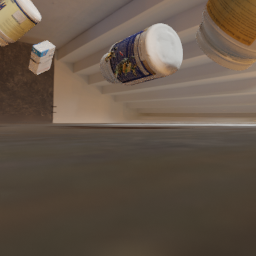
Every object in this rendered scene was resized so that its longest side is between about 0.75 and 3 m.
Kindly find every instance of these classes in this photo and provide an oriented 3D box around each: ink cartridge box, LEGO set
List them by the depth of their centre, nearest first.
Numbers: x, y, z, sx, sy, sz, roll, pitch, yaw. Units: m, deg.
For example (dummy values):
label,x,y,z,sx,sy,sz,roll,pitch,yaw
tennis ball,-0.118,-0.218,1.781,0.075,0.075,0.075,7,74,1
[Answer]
label,x,y,z,sx,sy,sz,roll,pitch,yaw
LEGO set,-0.175,-1.722,7.425,0.330,0.756,1.164,45,-8,42
ink cartridge box,-2.975,-2.426,9.664,0.417,0.971,0.711,39,42,6

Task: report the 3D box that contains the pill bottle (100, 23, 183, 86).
label,x,y,z,sx,sy,sz,roll,pitch,yaw
pill bottle,0.271,-2.141,8.778,1.466,1.466,2.641,-1,-2,-38

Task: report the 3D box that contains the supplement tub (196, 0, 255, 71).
label,x,y,z,sx,sy,sz,roll,pitch,yaw
supplement tub,2.755,-2.684,5.925,1.864,1.864,2.581,-1,-33,-23

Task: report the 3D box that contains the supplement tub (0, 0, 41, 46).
label,x,y,z,sx,sy,sz,roll,pitch,yaw
supplement tub,-3.294,-3.073,7.936,1.378,0.999,0.999,-34,-5,9
